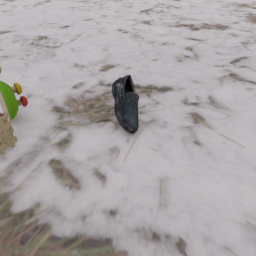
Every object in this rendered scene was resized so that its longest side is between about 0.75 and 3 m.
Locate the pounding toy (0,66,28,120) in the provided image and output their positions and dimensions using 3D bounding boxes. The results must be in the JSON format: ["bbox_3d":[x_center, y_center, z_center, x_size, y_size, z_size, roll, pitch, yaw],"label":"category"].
[{"bbox_3d":[-3.590,-1.105,8.581,0.763,1.270,1.645,-24,82,-27],"label":"pounding toy"}]

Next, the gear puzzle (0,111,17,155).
[{"bbox_3d":[-3.474,0.336,6.869,0.251,0.993,1.917,-7,20,17],"label":"gear puzzle"}]

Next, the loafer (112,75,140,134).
[{"bbox_3d":[-0.006,-0.792,8.552,0.728,0.753,2.144,26,39,-39],"label":"loafer"}]
